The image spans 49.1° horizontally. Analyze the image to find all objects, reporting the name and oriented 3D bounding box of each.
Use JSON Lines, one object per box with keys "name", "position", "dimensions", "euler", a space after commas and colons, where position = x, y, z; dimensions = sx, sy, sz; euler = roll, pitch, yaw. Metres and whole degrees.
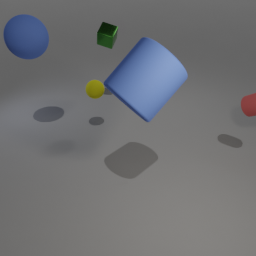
{"name": "cylinder", "position": [4.097, -0.762, 8.892], "dimensions": [0.700, 0.700, 0.700], "euler": [-21, 2, -31]}
{"name": "ball", "position": [-3.312, -2.964, 9.163], "dimensions": [1.400, 1.400, 1.400], "euler": [0, 30, 0]}
{"name": "ball", "position": [-1.229, -1.439, 10.433], "dimensions": [0.700, 0.700, 0.700], "euler": [0, 30, 0]}
{"name": "cylinder", "position": [0.397, -1.090, 6.471], "dimensions": [1.400, 1.400, 1.400], "euler": [-49, 41, 2]}
{"name": "cube", "position": [-0.881, -3.943, 11.939], "dimensions": [0.700, 0.700, 0.700], "euler": [19, 63, 2]}
